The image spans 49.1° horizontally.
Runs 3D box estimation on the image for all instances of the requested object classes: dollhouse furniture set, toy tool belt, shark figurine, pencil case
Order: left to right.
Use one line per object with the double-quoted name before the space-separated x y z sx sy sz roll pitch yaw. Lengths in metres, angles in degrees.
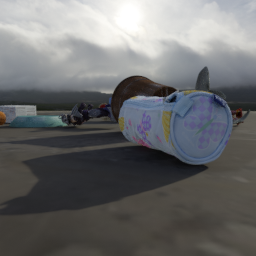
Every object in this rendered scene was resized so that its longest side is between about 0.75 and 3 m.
"toy tool belt" -0.380 -1.132 14.893 2.621 1.637 1.611 0 -4 4
"pencil case" 0.617 -0.086 4.808 1.112 1.019 2.452 27 -5 -17
"shark figurine" 3.162 -0.861 10.984 1.245 1.782 2.983 1 47 -39
"dollhouse furniture set" 4.275 -0.358 12.256 0.847 0.640 1.573 -1 -13 -5

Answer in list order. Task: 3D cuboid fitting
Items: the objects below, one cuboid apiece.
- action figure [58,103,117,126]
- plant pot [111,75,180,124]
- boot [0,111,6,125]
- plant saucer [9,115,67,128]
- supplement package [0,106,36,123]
"action figure" -1.385 -0.587 10.922 2.776 0.963 1.806 -9 9 6
"plant pot" 0.659 -0.649 8.462 1.824 1.824 1.806 -2 12 -26
"boot" -5.813 -0.407 10.461 1.920 0.914 2.482 -3 15 -39
"plant saucer" -3.711 -0.302 11.699 2.365 0.425 2.365 0 5 0
"supplement package" -5.465 -0.687 13.852 1.493 0.828 1.163 5 7 36
